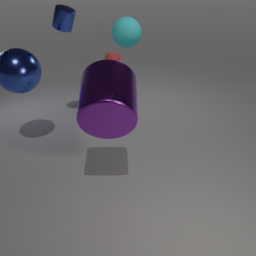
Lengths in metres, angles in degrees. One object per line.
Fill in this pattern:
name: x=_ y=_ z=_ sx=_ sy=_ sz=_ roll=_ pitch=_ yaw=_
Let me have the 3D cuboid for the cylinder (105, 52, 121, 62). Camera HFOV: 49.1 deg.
cylinder: x=-0.676 y=-2.838 z=12.255 sx=0.700 sy=0.700 sz=0.700 roll=2 pitch=-12 yaw=1

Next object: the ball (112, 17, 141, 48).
ball: x=-0.068 y=-4.546 z=13.349 sx=1.400 sy=1.400 sz=1.400 roll=0 pitch=28 yaw=0

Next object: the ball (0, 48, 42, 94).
ball: x=-3.436 y=-1.780 z=8.769 sx=1.400 sy=1.400 sz=1.400 roll=0 pitch=28 yaw=0

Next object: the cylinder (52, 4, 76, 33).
cylinder: x=-2.210 y=-3.769 z=9.640 sx=0.700 sy=0.700 sz=0.700 roll=16 pitch=35 yaw=-11

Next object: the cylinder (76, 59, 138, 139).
cylinder: x=-0.481 y=-0.682 z=6.798 sx=1.400 sy=1.400 sz=1.400 roll=0 pitch=52 yaw=-1
